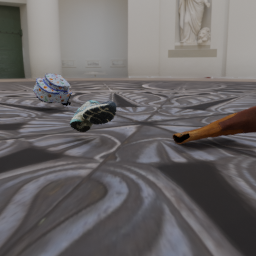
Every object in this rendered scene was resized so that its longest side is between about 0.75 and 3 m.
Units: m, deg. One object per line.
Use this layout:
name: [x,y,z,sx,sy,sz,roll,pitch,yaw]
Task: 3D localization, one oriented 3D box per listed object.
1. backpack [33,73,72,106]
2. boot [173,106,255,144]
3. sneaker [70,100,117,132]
backpack: [-2.963,-1.508,10.908,1.275,1.031,1.339,-15,45,-45]
boot: [1.850,-0.059,5.555,1.573,0.539,1.481,-9,-1,-20]
sneaker: [-0.762,-0.398,6.049,1.391,0.600,0.540,-19,-41,42]
